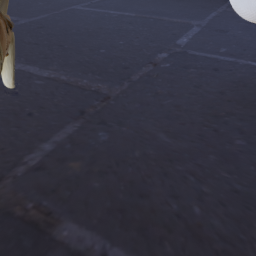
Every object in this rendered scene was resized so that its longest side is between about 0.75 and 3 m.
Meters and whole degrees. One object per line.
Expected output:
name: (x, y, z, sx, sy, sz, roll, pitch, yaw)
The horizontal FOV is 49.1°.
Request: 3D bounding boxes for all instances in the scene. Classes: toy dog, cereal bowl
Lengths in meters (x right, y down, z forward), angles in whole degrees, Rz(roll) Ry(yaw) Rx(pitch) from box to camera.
toy dog: (-3.513, -1.875, 4.957, 2.702, 2.619, 1.885, -5, 44, -26)
cereal bowl: (3.138, -3.362, 6.264, 1.931, 1.931, 0.804, 28, 26, 34)

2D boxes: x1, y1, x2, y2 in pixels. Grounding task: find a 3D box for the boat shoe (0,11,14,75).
boat shoe: (-1.776, -1.043, 3.004, 2.788, 0.993, 0.899, 9, 65, 55)
